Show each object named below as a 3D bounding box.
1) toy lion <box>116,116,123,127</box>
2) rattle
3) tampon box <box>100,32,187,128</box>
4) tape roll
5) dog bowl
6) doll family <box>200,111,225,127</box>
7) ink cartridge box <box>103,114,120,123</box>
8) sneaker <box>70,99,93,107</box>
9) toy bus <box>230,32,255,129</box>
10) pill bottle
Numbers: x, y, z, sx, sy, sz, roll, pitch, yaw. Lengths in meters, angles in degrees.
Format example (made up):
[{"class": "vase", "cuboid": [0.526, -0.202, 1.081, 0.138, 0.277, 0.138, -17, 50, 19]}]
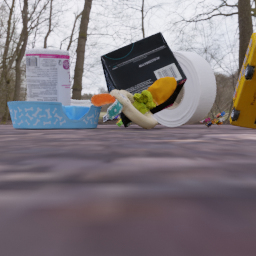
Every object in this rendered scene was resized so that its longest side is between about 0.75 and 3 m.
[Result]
[{"class": "toy lion", "cuboid": [0.020, -0.556, 11.793, 1.277, 0.438, 1.224, -43, 6, 1]}, {"class": "rattle", "cuboid": [0.205, -0.594, 5.044, 1.080, 0.985, 1.513, -31, -32, 25]}, {"class": "tampon box", "cuboid": [0.341, -1.094, 7.105, 1.558, 1.312, 2.079, -24, -12, -5]}, {"class": "tape roll", "cuboid": [1.644, -1.304, 9.441, 0.882, 2.521, 2.521, -11, 8, -39]}, {"class": "dog bowl", "cuboid": [-1.666, -0.274, 6.744, 1.334, 0.593, 2.394, 1, 1, 38]}, {"class": "doll family", "cuboid": [2.885, -0.199, 9.419, 0.907, 0.409, 0.563, -20, -8, -5]}, {"class": "ink cartridge box", "cuboid": [-0.208, -0.615, 13.098, 1.679, 0.368, 1.695, -8, -5, -16]}, {"class": "sneaker", "cuboid": [-2.198, -0.600, 9.539, 2.475, 0.876, 0.904, 5, -24, 15]}, {"class": "toy bus", "cuboid": [2.681, -0.935, 5.925, 0.630, 1.936, 0.758, 9, 39, 8]}, {"class": "pill bottle", "cuboid": [-2.324, -1.166, 8.264, 1.243, 2.193, 1.243, 2, 12, 0]}]
